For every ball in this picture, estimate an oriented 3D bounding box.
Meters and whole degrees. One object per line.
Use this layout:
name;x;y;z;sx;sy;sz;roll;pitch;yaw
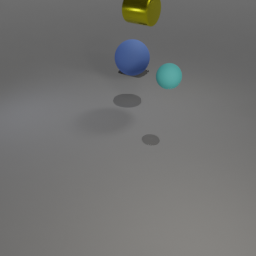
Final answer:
ball;1.108;-1.401;7.594;0.700;0.700;0.700;0;31;0
ball;0.168;-2.803;11.169;1.400;1.400;1.400;0;31;0

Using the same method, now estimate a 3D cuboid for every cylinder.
cylinder;0.651;-5.683;13.383;1.400;1.400;1.400;22;37;27
